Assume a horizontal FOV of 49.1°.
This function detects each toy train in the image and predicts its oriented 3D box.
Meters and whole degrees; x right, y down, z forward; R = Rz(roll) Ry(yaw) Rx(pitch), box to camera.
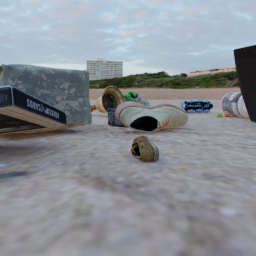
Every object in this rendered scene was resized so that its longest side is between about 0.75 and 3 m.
[{"bbox_3d":[3.502,-1.105,14.297,1.611,0.699,0.921,-1,1,-12],"label":"toy train"}]

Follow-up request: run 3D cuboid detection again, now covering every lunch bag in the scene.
[{"bbox_3d":[-2.617,-0.698,7.137,2.752,1.618,2.257,-1,3,43],"label":"lunch bag"}]

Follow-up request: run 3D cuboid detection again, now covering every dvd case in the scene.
[{"bbox_3d":[-2.497,-0.124,4.369,2.539,0.314,1.908,-8,-7,6],"label":"dvd case"}]

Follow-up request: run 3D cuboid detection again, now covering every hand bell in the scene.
[{"bbox_3d":[-1.429,-0.952,12.447,1.296,1.296,2.489,-7,-2,-44],"label":"hand bell"}]

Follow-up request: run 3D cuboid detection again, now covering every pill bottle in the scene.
[{"bbox_3d":[4.697,-0.952,11.392,1.026,1.026,1.801,-2,6,-13],"label":"pill bottle"}]

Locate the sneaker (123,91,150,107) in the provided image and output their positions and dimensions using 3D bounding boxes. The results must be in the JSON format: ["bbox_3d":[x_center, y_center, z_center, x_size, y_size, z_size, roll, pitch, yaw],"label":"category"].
[{"bbox_3d":[0.438,-1.240,13.662,0.987,1.077,2.529,3,7,24],"label":"sneaker"}]

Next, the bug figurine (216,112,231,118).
[{"bbox_3d":[3.906,-0.523,11.402,0.587,0.195,0.757,-4,9,20],"label":"bug figurine"}]

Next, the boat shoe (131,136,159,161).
[{"bbox_3d":[0.186,0.287,4.227,0.283,0.300,0.833,-1,7,-16],"label":"boat shoe"}]

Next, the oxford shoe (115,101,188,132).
[{"bbox_3d":[0.740,-0.155,7.140,2.121,0.751,0.783,0,35,-27],"label":"oxford shoe"}]

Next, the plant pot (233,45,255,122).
[{"bbox_3d":[5.315,-1.373,8.909,2.798,2.488,2.805,-2,8,-23],"label":"plant pot"}]

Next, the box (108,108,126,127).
[{"bbox_3d":[-0.040,-0.325,8.395,0.811,0.512,0.825,6,9,39],"label":"box"}]
